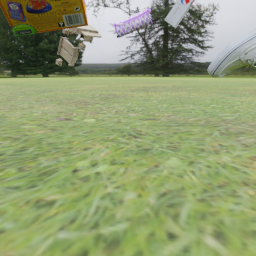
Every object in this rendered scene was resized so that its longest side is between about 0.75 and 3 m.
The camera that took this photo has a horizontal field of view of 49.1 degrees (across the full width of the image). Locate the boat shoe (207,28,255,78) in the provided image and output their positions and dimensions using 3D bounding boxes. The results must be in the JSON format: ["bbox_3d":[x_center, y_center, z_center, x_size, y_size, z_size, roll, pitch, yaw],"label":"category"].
[{"bbox_3d":[3.268,-2.005,7.285,2.501,0.835,0.920,-40,-23,32],"label":"boat shoe"}]

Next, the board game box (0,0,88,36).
[{"bbox_3d":[-1.817,-3.180,5.778,1.627,1.626,1.626,-9,-28,-2],"label":"board game box"}]

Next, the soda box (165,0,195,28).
[{"bbox_3d":[1.824,-4.078,9.417,0.431,1.354,0.461,38,21,5],"label":"soda box"}]

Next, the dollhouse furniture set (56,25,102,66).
[{"bbox_3d":[-1.714,-2.720,9.928,0.854,1.748,1.491,-7,42,-40],"label":"dollhouse furniture set"}]

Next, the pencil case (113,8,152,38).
[{"bbox_3d":[0.182,-4.296,11.412,1.633,0.685,0.698,-22,-24,5],"label":"pencil case"}]
